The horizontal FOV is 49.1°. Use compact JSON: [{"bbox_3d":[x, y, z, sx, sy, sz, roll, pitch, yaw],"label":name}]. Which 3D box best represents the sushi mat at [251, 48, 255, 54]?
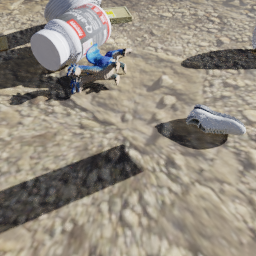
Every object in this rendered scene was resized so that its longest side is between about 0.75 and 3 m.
[{"bbox_3d":[3.257,-1.243,5.346,2.231,0.135,1.067,-8,33,-46],"label":"sushi mat"}]

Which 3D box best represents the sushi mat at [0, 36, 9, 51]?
[{"bbox_3d":[-4.776,-3.134,10.440,0.556,0.070,1.162,-15,45,-16],"label":"sushi mat"}]

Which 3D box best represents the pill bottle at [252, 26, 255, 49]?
[{"bbox_3d":[5.529,-3.132,9.621,2.142,1.170,1.170,0,43,1],"label":"pill bottle"}]

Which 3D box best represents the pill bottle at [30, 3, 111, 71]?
[{"bbox_3d":[-1.829,-3.007,9.260,1.488,1.488,2.569,22,48,22],"label":"pill bottle"}]

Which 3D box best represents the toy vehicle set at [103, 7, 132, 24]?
[{"bbox_3d":[-0.876,-4.889,12.212,1.901,0.252,1.181,-9,43,-10],"label":"toy vehicle set"}]

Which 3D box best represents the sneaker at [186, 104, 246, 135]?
[{"bbox_3d":[2.134,-0.072,6.866,1.404,0.536,0.565,23,58,29],"label":"sneaker"}]

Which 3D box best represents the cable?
[{"bbox_3d":[-2.073,-4.559,10.566,2.274,2.274,0.787,-38,99,-31],"label":"cable"}]

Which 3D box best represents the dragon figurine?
[{"bbox_3d":[-0.814,-2.043,8.673,1.443,0.854,2.902,12,45,12],"label":"dragon figurine"}]
